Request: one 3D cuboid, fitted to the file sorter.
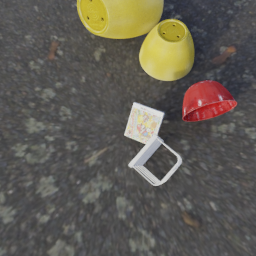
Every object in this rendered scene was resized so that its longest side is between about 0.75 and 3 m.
[{"bbox_3d":[0.827,0.908,7.550,0.930,1.493,1.036,41,93,15],"label":"file sorter"}]

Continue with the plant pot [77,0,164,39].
[{"bbox_3d":[-0.488,-4.048,9.153,2.710,2.710,1.924,37,55,16],"label":"plant pot"}]

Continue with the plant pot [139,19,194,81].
[{"bbox_3d":[1.386,-2.802,9.479,1.959,1.390,1.959,0,67,0],"label":"plant pot"}]

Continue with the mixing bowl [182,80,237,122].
[{"bbox_3d":[2.315,-0.872,8.403,1.616,1.616,0.875,-12,75,-5],"label":"mixing bowl"}]

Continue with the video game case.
[{"bbox_3d":[0.469,-0.105,8.282,0.973,0.122,1.070,22,107,19],"label":"video game case"}]
